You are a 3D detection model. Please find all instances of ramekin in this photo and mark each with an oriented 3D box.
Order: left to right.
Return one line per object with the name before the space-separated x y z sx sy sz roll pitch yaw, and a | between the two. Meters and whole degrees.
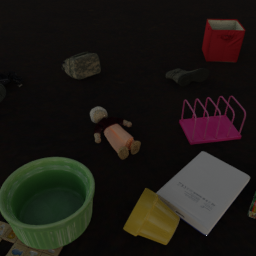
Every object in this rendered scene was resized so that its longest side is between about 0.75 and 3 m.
ramekin | -1.874 1.808 6.816 2.175 1.062 2.175 1 36 -1

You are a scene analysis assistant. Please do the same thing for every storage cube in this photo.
storage cube | 4.733 -4.416 14.144 1.575 1.656 1.843 2 40 2

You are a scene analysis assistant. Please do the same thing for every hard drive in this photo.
hard drive | 2.060 1.619 7.588 1.559 0.300 2.363 30 44 31

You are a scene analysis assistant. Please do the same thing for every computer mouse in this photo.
computer mouse | -5.616 -1.940 12.067 1.923 0.507 1.332 -17 41 -36

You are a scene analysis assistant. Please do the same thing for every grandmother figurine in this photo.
grandmother figurine | -0.530 0.023 9.438 1.430 0.714 2.358 -16 43 -33

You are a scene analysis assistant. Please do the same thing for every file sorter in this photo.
file sorter | 2.845 -0.349 9.516 1.795 1.125 1.247 -6 39 -7

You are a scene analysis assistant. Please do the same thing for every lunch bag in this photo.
lunch bag | -2.165 -2.886 12.839 1.438 1.002 1.206 -28 30 -31

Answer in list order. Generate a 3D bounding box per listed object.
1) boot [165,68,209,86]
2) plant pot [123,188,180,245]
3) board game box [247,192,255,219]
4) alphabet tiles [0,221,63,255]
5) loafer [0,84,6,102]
boot | 2.652 -2.474 12.621 1.807 0.612 1.180 -18 37 -23
plant pot | 0.593 2.142 6.560 1.033 1.098 1.098 30 45 11
board game box | 4.139 1.769 7.597 1.187 0.266 2.266 20 43 26
alphabet tiles | -2.472 3.101 6.070 2.219 0.084 1.855 11 40 14
loafer | -6.039 -0.927 10.365 0.930 1.063 2.958 20 45 32
